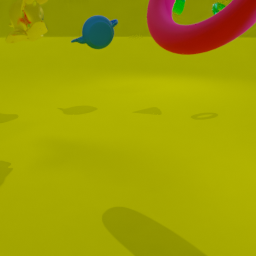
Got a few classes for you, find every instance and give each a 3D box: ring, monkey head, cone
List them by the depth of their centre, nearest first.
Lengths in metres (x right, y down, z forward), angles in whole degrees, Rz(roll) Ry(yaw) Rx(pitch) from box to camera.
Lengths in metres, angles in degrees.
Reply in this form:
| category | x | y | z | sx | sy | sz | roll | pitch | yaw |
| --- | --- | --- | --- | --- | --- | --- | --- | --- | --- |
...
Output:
| category | x | y | z | sx | sy | sz | roll | pitch | yaw |
| --- | --- | --- | --- | --- | --- | --- | --- | --- | --- |
| ring | 1.161 | -2.023 | 4.126 | 2.062 | 2.062 | 0.412 | 21 | -6 | 45 |
| monkey head | -2.261 | -2.262 | 5.940 | 0.995 | 0.833 | 1.382 | -35 | 10 | -37 |
| ring | 3.307 | -3.862 | 9.610 | 1.062 | 1.062 | 0.212 | -17 | -15 | -39 |
| cone | 1.433 | -4.613 | 10.140 | 0.976 | 0.973 | 0.973 | -4 | 20 | -11 |

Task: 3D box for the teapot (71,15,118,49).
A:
| category | x | y | z | sx | sy | sz | roll | pitch | yaw |
| --- | --- | --- | --- | --- | --- | --- | --- | --- | --- |
| teapot | -1.201 | -3.523 | 10.315 | 1.911 | 1.188 | 0.936 | -29 | 38 | -5 |

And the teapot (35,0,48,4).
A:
| category | x | y | z | sx | sy | sz | roll | pitch | yaw |
| --- | --- | --- | --- | --- | --- | --- | --- | --- | --- |
| teapot | -3.184 | -4.610 | 9.489 | 0.717 | 0.911 | 1.465 | -31 | 42 | 14 |
